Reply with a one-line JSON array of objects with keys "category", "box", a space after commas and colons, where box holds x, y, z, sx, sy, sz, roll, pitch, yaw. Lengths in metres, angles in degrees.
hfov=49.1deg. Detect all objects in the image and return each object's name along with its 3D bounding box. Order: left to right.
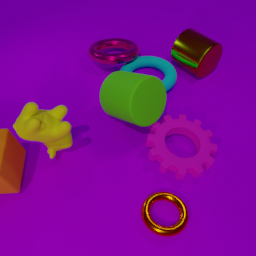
[{"category": "cube", "box": [-3.153, 0.797, 6.396, 1.129, 1.129, 1.129, -4, 59, 1]}, {"category": "cow figurine", "box": [-1.967, 0.092, 6.625, 1.600, 1.574, 0.878, 6, 57, -42]}, {"category": "ring", "box": [-0.492, -2.698, 9.758, 1.807, 0.361, 1.807, -1, 37, 1]}, {"category": "cylinder", "box": [0.128, -0.810, 7.486, 1.301, 1.301, 1.301, -37, 36, -27]}, {"category": "ring", "box": [0.660, -1.752, 9.304, 1.904, 0.381, 1.904, -1, 49, 1]}, {"category": "ring", "box": [0.825, 1.902, 6.271, 1.076, 0.215, 1.076, 2, 46, -2]}, {"category": "gear", "box": [1.389, 0.450, 7.323, 1.792, 0.331, 1.792, 3, 55, -5]}, {"category": "cylinder", "box": [2.296, -2.518, 9.403, 1.233, 1.233, 1.233, -32, 57, -24]}]
